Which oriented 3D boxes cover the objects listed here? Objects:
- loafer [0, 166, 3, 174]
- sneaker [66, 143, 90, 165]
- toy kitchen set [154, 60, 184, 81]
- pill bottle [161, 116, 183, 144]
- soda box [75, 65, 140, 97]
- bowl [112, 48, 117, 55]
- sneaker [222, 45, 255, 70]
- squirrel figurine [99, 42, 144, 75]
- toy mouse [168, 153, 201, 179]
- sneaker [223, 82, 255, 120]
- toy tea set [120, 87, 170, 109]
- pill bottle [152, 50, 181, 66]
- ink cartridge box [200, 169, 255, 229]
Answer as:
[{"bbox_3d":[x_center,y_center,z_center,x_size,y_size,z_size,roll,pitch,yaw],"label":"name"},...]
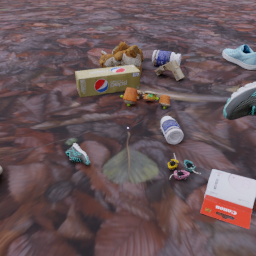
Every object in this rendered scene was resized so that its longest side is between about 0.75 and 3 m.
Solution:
[{"bbox_3d":[-4.381,0.661,6.921,2.859,0.976,1.082,14,34,21],"label":"loafer"},{"bbox_3d":[-1.341,0.776,7.439,0.421,0.358,0.923,-34,39,-20],"label":"sneaker"},{"bbox_3d":[1.740,-2.355,12.404,0.806,0.892,0.988,-30,3,-43],"label":"toy kitchen set"},{"bbox_3d":[1.278,0.030,8.384,0.520,0.520,0.937,-5,32,-7],"label":"pill bottle"},{"bbox_3d":[-0.811,-1.918,11.271,2.495,0.799,0.845,-10,33,-16],"label":"soda box"},{"bbox_3d":[-0.335,-3.353,13.694,1.097,0.515,1.097,8,65,-19],"label":"bowl"},{"bbox_3d":[5.714,-3.769,14.076,0.897,0.995,2.428,-11,34,-20],"label":"sneaker"},{"bbox_3d":[-0.311,-3.153,12.955,1.867,1.416,2.001,-2,32,20],"label":"squirrel figurine"},{"bbox_3d":[1.398,1.068,7.021,0.855,0.186,0.962,14,35,23],"label":"toy mouse"},{"bbox_3d":[2.478,-0.447,4.831,1.600,0.621,0.730,-22,48,7],"label":"sneaker"},{"bbox_3d":[0.634,-0.999,10.178,1.780,0.659,1.059,14,5,27],"label":"toy tea set"},{"bbox_3d":[1.881,-3.346,13.622,1.298,0.751,0.751,11,34,18],"label":"pill bottle"},{"bbox_3d":[2.260,1.506,6.219,1.034,0.363,1.272,14,30,21],"label":"ink cartridge box"}]
